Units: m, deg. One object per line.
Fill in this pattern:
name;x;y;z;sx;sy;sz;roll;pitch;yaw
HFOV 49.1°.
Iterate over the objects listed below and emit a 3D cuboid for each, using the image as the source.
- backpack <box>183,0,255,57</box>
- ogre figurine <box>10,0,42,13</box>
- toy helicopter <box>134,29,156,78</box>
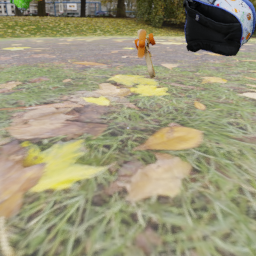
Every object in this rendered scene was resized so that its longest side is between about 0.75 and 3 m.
backpack;1.654;-1.870;5.029;0.942;1.223;1.165;-42;57;-12
ogre figurine;-2.546;-3.491;6.930;1.407;0.844;0.690;-34;-25;19
toy helicopter;0.371;-1.482;5.527;0.397;1.008;0.666;-16;-11;14
